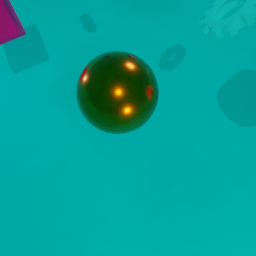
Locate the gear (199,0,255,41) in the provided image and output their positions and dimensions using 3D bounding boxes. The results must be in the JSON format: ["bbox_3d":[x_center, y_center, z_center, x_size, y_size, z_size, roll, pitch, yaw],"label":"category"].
[{"bbox_3d":[1.757,-1.958,4.743,1.102,0.204,1.102,-30,35,24],"label":"gear"}]

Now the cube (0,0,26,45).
[{"bbox_3d":[-3.124,-2.392,6.093,1.206,1.206,1.206,-25,112,-4],"label":"cube"}]

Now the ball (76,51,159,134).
[{"bbox_3d":[-0.147,-0.496,4.008,1.173,1.173,1.173,0,66,0],"label":"ball"}]
